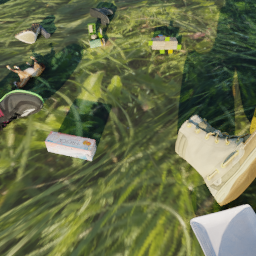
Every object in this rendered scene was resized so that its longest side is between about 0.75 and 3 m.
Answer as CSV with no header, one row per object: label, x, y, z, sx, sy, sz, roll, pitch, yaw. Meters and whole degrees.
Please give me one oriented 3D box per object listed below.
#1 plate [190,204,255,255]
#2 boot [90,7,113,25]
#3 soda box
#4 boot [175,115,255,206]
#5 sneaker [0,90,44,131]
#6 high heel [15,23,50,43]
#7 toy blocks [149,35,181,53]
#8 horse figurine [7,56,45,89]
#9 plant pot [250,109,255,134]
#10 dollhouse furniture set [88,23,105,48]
plate,2.121,2.318,5.536,1.409,0.228,1.412,-12,48,-10
boot,-1.001,-5.037,12.377,0.891,0.462,1.364,-25,53,-29
soda box,-1.456,0.454,7.162,1.237,0.423,0.393,11,49,11
boot,2.073,0.220,6.038,0.889,2.443,1.899,-10,46,-34
sneaker,-3.453,-0.259,7.603,2.483,0.953,1.040,-20,55,-4
high heel,-3.971,-3.829,11.107,1.446,0.516,1.031,-23,55,-41
toy blocks,1.350,-3.289,10.692,1.214,0.607,0.830,-1,35,-2
horse figurine,-3.340,-1.934,9.450,0.930,0.350,1.403,43,53,19
plant pot,4.536,-0.138,6.182,2.592,2.939,2.939,-13,47,-3
dollhouse furniture set,-1.295,-3.662,11.042,0.588,0.454,1.176,-11,48,-10
